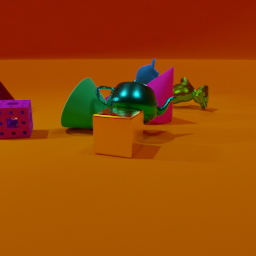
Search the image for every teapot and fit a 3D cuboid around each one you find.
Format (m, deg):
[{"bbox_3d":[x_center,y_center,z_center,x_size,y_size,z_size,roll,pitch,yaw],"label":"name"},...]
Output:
[{"bbox_3d":[0.202,-0.669,6.910,2.066,1.011,1.284,11,-13,-3],"label":"teapot"}]

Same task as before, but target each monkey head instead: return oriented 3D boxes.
[{"bbox_3d":[0.832,-2.105,11.689,0.901,1.495,1.075,37,15,-27],"label":"monkey head"}]

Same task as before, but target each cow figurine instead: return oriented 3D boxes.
[{"bbox_3d":[2.196,-1.217,10.431,1.574,0.864,1.548,-19,42,0],"label":"cow figurine"}]

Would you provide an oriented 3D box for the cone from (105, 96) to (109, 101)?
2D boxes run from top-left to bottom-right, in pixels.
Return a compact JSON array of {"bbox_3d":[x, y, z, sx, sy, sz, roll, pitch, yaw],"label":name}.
[{"bbox_3d":[-0.280,-0.412,8.453,0.978,0.978,0.982,2,-11,9],"label":"cone"}]

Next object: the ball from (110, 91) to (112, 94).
[{"bbox_3d":[-0.348,-1.209,10.890,0.745,0.745,0.745,0,15,0],"label":"ball"}]

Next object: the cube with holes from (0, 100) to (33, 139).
[{"bbox_3d":[-2.866,-0.239,7.072,0.779,0.779,0.779,-3,20,-12],"label":"cube with holes"}]

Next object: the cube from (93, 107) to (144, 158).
[{"bbox_3d":[-0.187,0.065,5.951,0.838,0.838,0.838,6,17,19],"label":"cube"}]

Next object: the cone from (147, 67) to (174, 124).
[{"bbox_3d":[0.992,-1.166,8.274,1.475,1.481,1.475,19,34,-13],"label":"cone"}]

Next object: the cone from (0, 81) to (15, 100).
[{"bbox_3d":[-4.341,-1.217,9.408,1.118,1.122,1.118,-13,-9,-2],"label":"cone"}]

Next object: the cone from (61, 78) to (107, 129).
[{"bbox_3d":[-0.729,-0.323,7.467,1.506,1.501,1.501,29,20,7],"label":"cone"}]
